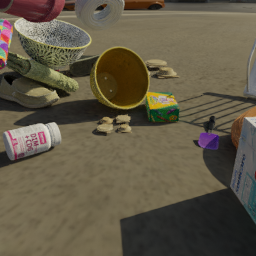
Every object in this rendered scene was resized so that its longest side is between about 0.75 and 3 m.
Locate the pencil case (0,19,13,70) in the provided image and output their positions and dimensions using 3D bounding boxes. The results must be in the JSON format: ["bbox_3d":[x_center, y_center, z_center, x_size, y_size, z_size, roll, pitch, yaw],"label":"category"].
[{"bbox_3d":[-3.493,-2.253,7.520,0.631,0.631,1.428,-2,63,-3],"label":"pencil case"}]

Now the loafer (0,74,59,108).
[{"bbox_3d":[-3.236,-1.209,8.879,2.315,0.790,0.876,12,29,22],"label":"loafer"}]

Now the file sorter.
[{"bbox_3d":[5.213,-1.973,8.293,2.933,1.826,2.035,17,72,30],"label":"file sorter"}]

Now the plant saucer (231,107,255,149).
[{"bbox_3d":[3.443,-0.058,5.950,2.393,0.386,2.393,-15,25,7],"label":"plant saucer"}]

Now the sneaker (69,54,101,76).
[{"bbox_3d":[-1.437,-2.887,12.106,2.271,0.849,1.206,-9,31,-14],"label":"sneaker"}]

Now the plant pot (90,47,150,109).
[{"bbox_3d":[-0.438,-1.386,8.545,1.806,1.806,1.282,-17,4,-30],"label":"plant pot"}]

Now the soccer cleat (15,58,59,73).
[{"bbox_3d":[-3.855,-2.727,11.975,2.039,0.712,0.880,0,27,0],"label":"soccer cleat"}]

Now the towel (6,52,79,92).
[{"bbox_3d":[-3.258,-1.984,9.752,2.978,0.543,2.209,25,4,40],"label":"towel"}]

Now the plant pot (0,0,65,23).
[{"bbox_3d":[-2.146,-2.802,5.656,1.333,1.333,1.193,12,26,23],"label":"plant pot"}]

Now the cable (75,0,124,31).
[{"bbox_3d":[-0.822,-3.509,8.193,1.463,1.463,0.507,-14,67,-31],"label":"cable"}]

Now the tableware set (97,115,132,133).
[{"bbox_3d":[-0.356,-0.103,7.454,0.881,0.122,1.054,-1,26,-1],"label":"tableware set"}]

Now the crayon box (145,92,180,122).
[{"bbox_3d":[0.970,-0.642,8.186,0.820,0.402,1.381,-1,27,-1],"label":"crayon box"}]

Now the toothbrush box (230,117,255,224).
[{"bbox_3d":[2.385,0.860,4.066,0.846,1.452,1.983,-2,28,-4],"label":"toothbrush box"}]

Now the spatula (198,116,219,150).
[{"bbox_3d":[2.082,0.058,7.075,0.460,0.167,1.627,9,28,16],"label":"spatula"}]

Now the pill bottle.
[{"bbox_3d":[-2.098,0.258,6.170,1.109,0.628,0.628,-17,31,-31],"label":"pill bottle"}]

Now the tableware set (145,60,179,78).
[{"bbox_3d":[0.839,-2.520,12.045,2.180,0.303,2.609,-6,27,-10],"label":"tableware set"}]

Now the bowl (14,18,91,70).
[{"bbox_3d":[-2.978,-3.173,11.003,2.859,1.342,2.859,13,35,-10],"label":"bowl"}]
